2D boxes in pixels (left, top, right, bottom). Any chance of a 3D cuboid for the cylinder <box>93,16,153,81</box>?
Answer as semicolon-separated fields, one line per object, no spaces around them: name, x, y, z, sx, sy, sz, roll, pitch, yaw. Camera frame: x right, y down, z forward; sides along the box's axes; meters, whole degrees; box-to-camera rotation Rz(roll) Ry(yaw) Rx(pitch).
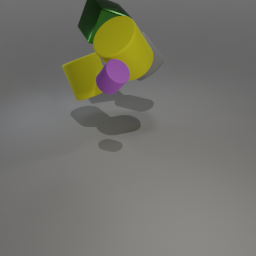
cylinder;-0.117;-2.377;8.512;1.400;1.400;1.400;-11;65;24

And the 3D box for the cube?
cube;-0.945;-4.155;11.054;1.400;1.400;1.400;2;41;-36

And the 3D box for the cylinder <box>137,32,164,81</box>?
cylinder;0.502;-2.875;11.308;1.400;1.400;1.400;-37;21;16

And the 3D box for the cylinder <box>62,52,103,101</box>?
cylinder;-1.538;-1.926;10.463;1.400;1.400;1.400;-19;17;6

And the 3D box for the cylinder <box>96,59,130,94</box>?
cylinder;-0.409;-1.352;7.448;0.700;0.700;0.700;-23;-7;-35
